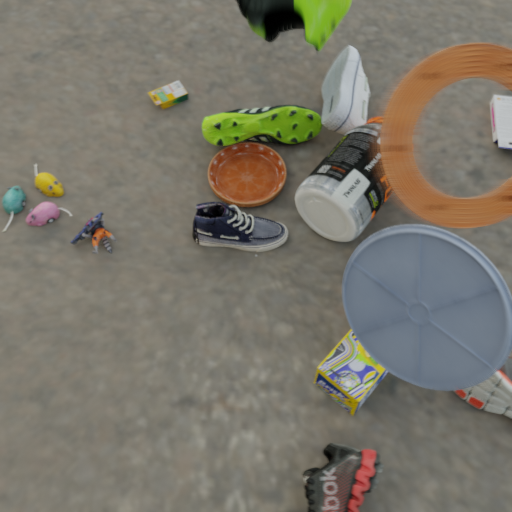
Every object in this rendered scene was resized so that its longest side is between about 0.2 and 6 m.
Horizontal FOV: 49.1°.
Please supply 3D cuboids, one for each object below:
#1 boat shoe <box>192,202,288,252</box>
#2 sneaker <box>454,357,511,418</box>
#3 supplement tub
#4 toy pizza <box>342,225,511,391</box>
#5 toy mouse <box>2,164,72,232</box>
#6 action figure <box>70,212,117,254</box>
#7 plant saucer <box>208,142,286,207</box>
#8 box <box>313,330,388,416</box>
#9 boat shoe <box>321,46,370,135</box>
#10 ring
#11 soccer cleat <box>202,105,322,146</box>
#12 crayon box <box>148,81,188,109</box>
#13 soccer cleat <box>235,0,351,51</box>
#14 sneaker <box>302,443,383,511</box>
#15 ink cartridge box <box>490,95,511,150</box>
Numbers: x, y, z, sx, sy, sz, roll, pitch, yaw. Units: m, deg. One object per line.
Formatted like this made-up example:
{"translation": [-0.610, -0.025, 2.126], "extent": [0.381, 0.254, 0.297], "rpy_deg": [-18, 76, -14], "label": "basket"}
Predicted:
{"translation": [-0.320, -0.579, 10.633], "extent": [1.865, 0.865, 0.696], "rpy_deg": [-1, 59, 0], "label": "boat shoe"}
{"translation": [4.122, 2.045, 9.219], "extent": [2.418, 0.932, 0.990], "rpy_deg": [33, 45, 12], "label": "sneaker"}
{"translation": [1.960, -1.530, 10.867], "extent": [1.459, 1.459, 2.381], "rpy_deg": [33, 66, 18], "label": "supplement tub"}
{"translation": [2.137, 0.656, 7.144], "extent": [2.258, 2.258, 0.358], "rpy_deg": [38, 40, 20], "label": "toy pizza"}
{"translation": [-4.542, -1.060, 11.231], "extent": [1.705, 0.330, 1.515], "rpy_deg": [36, 66, 19], "label": "toy mouse"}
{"translation": [-3.134, -0.373, 10.871], "extent": [0.869, 0.454, 0.840], "rpy_deg": [-38, 56, 8], "label": "action figure"}
{"translation": [-0.186, -1.672, 11.643], "extent": [1.622, 0.262, 1.622], "rpy_deg": [0, 59, 1], "label": "plant saucer"}
{"translation": [2.099, 1.404, 9.493], "extent": [0.880, 0.807, 2.511], "rpy_deg": [38, 66, 20], "label": "box"}
{"translation": [2.047, -3.572, 12.493], "extent": [0.918, 1.011, 2.749], "rpy_deg": [30, 52, -19], "label": "boat shoe"}
{"translation": [3.304, -1.815, 8.708], "extent": [2.809, 0.269, 2.809], "rpy_deg": [0, 103, -1], "label": "ring"}
{"translation": [0.110, -2.863, 12.032], "extent": [2.604, 0.879, 1.055], "rpy_deg": [-6, 31, -12], "label": "soccer cleat"}
{"translation": [-2.020, -3.675, 12.863], "extent": [0.785, 0.203, 0.494], "rpy_deg": [-26, 63, -15], "label": "crayon box"}
{"translation": [0.037, -4.369, 9.141], "extent": [3.314, 1.119, 1.343], "rpy_deg": [35, 102, 32], "label": "soccer cleat"}
{"translation": [1.035, 3.700, 8.156], "extent": [1.049, 0.759, 2.148], "rpy_deg": [22, 60, 12], "label": "sneaker"}
{"translation": [5.620, -2.863, 12.333], "extent": [0.764, 0.299, 1.614], "rpy_deg": [8, 57, 4], "label": "ink cartridge box"}
